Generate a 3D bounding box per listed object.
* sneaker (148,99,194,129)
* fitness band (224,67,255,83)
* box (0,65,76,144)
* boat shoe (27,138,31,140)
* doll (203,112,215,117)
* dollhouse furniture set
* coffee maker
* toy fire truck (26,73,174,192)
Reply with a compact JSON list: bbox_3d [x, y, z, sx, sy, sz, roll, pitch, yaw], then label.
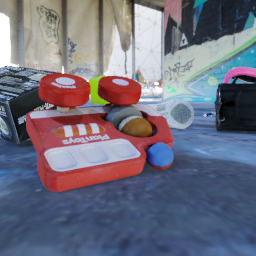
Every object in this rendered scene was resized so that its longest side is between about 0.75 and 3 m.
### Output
[{"bbox_3d":[1.083,-0.487,10.098,2.796,1.089,1.389,-3,4,-28],"label":"sneaker"},{"bbox_3d":[4.067,-1.519,9.396,1.619,0.303,1.163,13,-25,6],"label":"fitness band"},{"bbox_3d":[-3.018,-0.759,7.304,2.504,1.078,2.050,13,33,27],"label":"box"},{"bbox_3d":[-3.129,-0.101,7.898,2.128,0.793,0.780,4,10,30],"label":"boat shoe"},{"bbox_3d":[4.446,-0.735,15.471,0.823,0.200,0.562,-13,21,-36],"label":"doll"},{"bbox_3d":[-0.296,-0.816,9.177,1.365,1.782,2.720,-8,6,3],"label":"dollhouse furniture set"},{"bbox_3d":[4.161,-0.521,8.620,2.749,1.851,2.640,1,27,21],"label":"coffee maker"},{"bbox_3d":[-0.369,0.120,4.783,2.578,1.445,2.165,-5,32,-30],"label":"toy fire truck"}]
